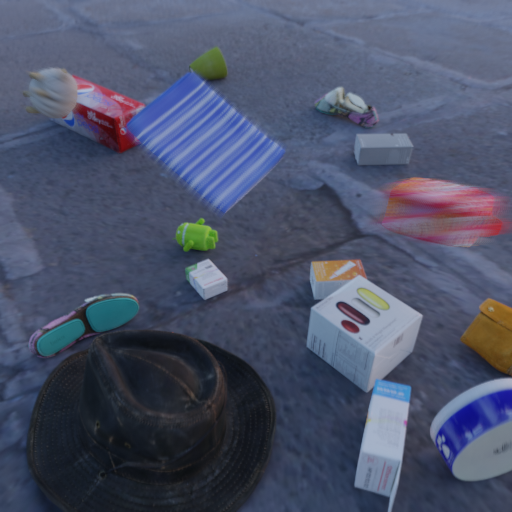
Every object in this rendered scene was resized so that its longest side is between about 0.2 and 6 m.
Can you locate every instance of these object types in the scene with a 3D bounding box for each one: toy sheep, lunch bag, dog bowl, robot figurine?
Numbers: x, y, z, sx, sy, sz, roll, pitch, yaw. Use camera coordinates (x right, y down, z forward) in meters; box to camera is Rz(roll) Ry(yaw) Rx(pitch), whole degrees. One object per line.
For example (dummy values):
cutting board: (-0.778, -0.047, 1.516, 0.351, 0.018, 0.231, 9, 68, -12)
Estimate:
toy sheep: (-2.931, -2.351, 8.082, 0.720, 0.720, 1.044, -36, 7, -36)
lunch bag: (2.775, -0.621, 8.163, 1.518, 0.706, 1.723, 19, 23, 23)
dog bowl: (3.241, 2.414, 7.713, 1.533, 1.533, 0.604, -9, 40, -11)
robot figurine: (-1.306, -0.411, 12.040, 0.924, 0.535, 0.811, 10, 51, 12)

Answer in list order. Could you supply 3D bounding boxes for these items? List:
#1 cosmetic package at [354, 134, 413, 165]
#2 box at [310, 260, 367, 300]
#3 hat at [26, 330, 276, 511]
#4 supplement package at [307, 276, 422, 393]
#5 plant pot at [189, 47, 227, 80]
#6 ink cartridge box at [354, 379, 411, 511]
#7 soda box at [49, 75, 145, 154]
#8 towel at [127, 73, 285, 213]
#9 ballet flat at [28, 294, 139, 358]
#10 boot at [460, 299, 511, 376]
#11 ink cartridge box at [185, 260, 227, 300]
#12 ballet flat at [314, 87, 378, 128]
cosmetic package: (3.384, -2.861, 15.049, 1.406, 0.634, 0.751, 0, 42, -5)
box: (1.598, 0.463, 10.986, 0.993, 0.484, 0.618, -3, 39, -4)
hat: (-1.608, 2.030, 8.192, 3.887, 1.568, 3.887, 0, 40, 0)
supplement package: (1.814, 1.284, 9.541, 1.302, 1.001, 1.361, -31, 49, -32)
plant pot: (-1.718, -6.537, 19.443, 1.121, 1.049, 1.049, -25, 43, -10)
ink cartridge box: (1.764, 2.671, 7.871, 0.543, 0.922, 1.601, 11, 39, 14)
soda box: (-4.694, -4.178, 16.293, 3.476, 1.102, 1.217, 27, 46, 30)
towel: (-0.916, -2.169, 10.412, 2.512, 0.300, 1.819, 41, 67, 7)
ballet flat: (-3.130, 1.153, 10.072, 2.015, 0.697, 0.717, -27, 28, -29)
boot: (4.806, 1.199, 9.766, 2.295, 0.808, 1.643, -32, 53, -26)
ink cartridge box: (-0.985, 0.465, 11.117, 0.547, 0.317, 0.755, -22, 44, -25)
ballet flat: (2.726, -4.611, 17.019, 0.805, 0.828, 2.328, -40, 52, -21)
